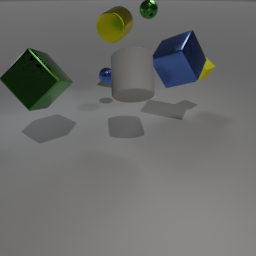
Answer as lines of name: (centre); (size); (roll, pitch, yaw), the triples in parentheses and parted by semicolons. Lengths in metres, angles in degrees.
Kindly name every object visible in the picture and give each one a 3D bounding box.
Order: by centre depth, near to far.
cylinder: (0.146, -1.705, 9.217); (1.400, 1.400, 1.400); (-2, -13, 0)
cube: (-2.961, -1.567, 9.252); (1.400, 1.400, 1.400); (47, 10, -1)
ball: (0.785, -4.505, 10.638); (0.700, 0.700, 0.700); (0, 28, 0)
cube: (1.935, -2.582, 10.646); (1.400, 1.400, 1.400); (-7, 41, 40)
cube: (3.020, -2.458, 11.612); (0.700, 0.700, 0.700); (-26, 70, -41)
ball: (-0.960, -2.357, 12.583); (0.700, 0.700, 0.700); (0, 28, 0)
cylinder: (-0.598, -4.940, 13.346); (1.400, 1.400, 1.400); (8, 35, 15)
